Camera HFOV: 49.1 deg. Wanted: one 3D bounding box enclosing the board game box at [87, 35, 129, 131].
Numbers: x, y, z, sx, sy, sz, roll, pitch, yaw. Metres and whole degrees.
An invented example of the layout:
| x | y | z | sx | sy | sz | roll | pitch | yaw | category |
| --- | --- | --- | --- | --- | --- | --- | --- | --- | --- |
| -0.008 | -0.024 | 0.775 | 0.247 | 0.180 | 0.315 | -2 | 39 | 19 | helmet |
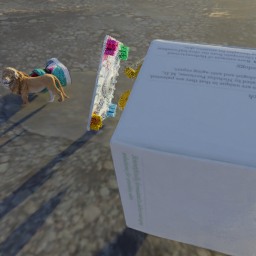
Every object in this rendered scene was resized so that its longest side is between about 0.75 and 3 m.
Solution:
| x | y | z | sx | sy | sz | roll | pitch | yaw | category |
| --- | --- | --- | --- | --- | --- | --- | --- | --- | --- |
| -0.442 | -1.130 | 7.157 | 0.277 | 2.143 | 2.142 | 15 | 13 | 5 | board game box |

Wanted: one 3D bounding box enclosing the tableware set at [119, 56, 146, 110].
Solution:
| x | y | z | sx | sy | sz | roll | pitch | yaw | category |
| --- | --- | --- | --- | --- | --- | --- | --- | --- | --- |
| 0.306 | -1.056 | 8.033 | 1.356 | 0.309 | 2.013 | -29 | 53 | 22 | tableware set |

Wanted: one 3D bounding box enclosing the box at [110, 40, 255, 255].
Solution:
| x | y | z | sx | sy | sz | roll | pitch | yaw | category |
| --- | --- | --- | --- | --- | --- | --- | --- | --- | --- |
| 1.495 | 0.427 | 4.825 | 2.841 | 2.827 | 2.434 | 9 | 51 | 13 | box |

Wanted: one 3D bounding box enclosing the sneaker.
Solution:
| x | y | z | sx | sy | sz | roll | pitch | yaw | category |
| --- | --- | --- | --- | --- | --- | --- | --- | --- | --- |
| -2.831 | -1.789 | 9.629 | 1.223 | 0.847 | 2.026 | -21 | 32 | -22 | sneaker |

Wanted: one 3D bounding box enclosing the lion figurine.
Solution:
| x | y | z | sx | sy | sz | roll | pitch | yaw | category |
| --- | --- | --- | --- | --- | --- | --- | --- | --- | --- |
| -2.821 | -1.311 | 8.575 | 1.918 | 1.175 | 0.695 | -10 | 12 | -19 | lion figurine |
